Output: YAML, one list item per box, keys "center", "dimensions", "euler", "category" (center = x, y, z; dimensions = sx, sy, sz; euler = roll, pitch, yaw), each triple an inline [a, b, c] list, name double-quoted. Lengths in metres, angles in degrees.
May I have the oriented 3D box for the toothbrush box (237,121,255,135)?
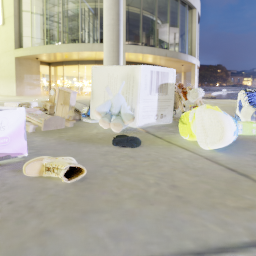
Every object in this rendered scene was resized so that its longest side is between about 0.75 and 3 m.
- center: [3.654, -0.008, 9.228]
  dimensions: [0.922, 0.397, 0.671]
  euler: [0, 7, 8]
  category: "toothbrush box"

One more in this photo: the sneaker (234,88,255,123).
- center: [5.211, -0.922, 11.870]
  dimensions: [1.063, 1.519, 2.631]
  euler: [-1, 7, -1]
  category: "sneaker"

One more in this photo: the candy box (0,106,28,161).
- center: [-3.978, 0.106, 5.730]
  dimensions: [2.996, 1.072, 2.513]
  euler: [6, 9, 40]
  category: "candy box"

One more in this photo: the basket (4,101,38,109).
- center: [-5.075, -0.803, 13.362]
  dimensions: [0.982, 0.893, 1.448]
  euler: [4, 8, 24]
  category: "basket"

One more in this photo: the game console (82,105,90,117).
- center: [-1.898, -1.258, 15.816]
  dimensions: [1.262, 1.821, 2.133]
  euler: [34, 23, 25]
  category: "game console"

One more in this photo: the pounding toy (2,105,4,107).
- center: [-6.248, -0.594, 13.839]
  dimensions: [1.455, 0.834, 0.832]
  euler: [-6, 32, 29]
  category: "pounding toy"

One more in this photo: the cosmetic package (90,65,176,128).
- center: [0.175, -1.447, 12.097]
  dimensions: [2.872, 2.370, 2.368]
  euler: [11, 12, 43]
  category: "cosmetic package"

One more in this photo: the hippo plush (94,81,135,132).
- center: [-0.507, -0.557, 10.020]
  dimensions: [1.311, 1.645, 1.323]
  euler: [-16, -10, -3]
  category: "hippo plush"

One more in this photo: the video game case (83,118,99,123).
- center: [-1.439, -0.368, 13.020]
  dimensions: [1.036, 0.121, 0.942]
  euler: [-5, 8, -31]
  category: "video game case"

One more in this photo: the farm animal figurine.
- center: [1.971, -1.491, 13.581]
  dimensions: [2.816, 1.468, 2.785]
  euler: [-25, 18, 3]
  category: "farm animal figurine"

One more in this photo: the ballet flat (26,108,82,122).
- center: [-3.444, -0.614, 12.614]
  dimensions: [2.808, 0.651, 0.946]
  euler: [-3, 17, -24]
  category: "ballet flat"

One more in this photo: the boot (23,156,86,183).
- center: [-1.164, 0.668, 4.443]
  dimensions: [0.883, 0.321, 0.686]
  euler: [0, 7, -28]
  category: "boot"

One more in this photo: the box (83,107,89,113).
- center: [-2.150, -1.027, 15.923]
  dimensions: [0.402, 0.329, 0.846]
  euler: [-1, 5, 27]
  category: "box"

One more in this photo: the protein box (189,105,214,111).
- center: [3.506, -0.732, 13.460]
  dimensions: [1.058, 0.719, 1.065]
  euler: [1, 8, 9]
  category: "protein box"

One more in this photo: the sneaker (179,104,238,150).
- center: [2.375, -0.080, 7.206]
  dimensions: [1.486, 1.072, 2.830]
  euler: [-1, 7, -7]
  category: "sneaker"

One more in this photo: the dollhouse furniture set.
- center: [-3.340, -0.913, 10.824]
  dimensions: [2.261, 1.294, 2.651]
  euler: [20, 16, 30]
  category: "dollhouse furniture set"

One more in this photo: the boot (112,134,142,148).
- center: [-0.024, 0.323, 7.204]
  dimensions: [0.793, 0.293, 0.649]
  euler: [-1, 5, 8]
  category: "boot"
